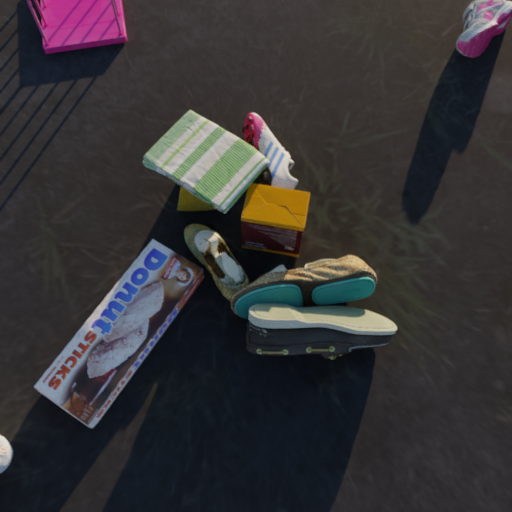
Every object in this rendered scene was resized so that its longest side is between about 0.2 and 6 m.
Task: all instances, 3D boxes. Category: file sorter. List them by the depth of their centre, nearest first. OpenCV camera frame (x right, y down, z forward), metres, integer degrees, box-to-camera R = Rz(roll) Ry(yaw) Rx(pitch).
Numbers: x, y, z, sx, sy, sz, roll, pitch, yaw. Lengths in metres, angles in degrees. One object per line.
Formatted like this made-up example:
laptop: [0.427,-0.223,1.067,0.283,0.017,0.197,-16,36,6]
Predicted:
file sorter: [-4.393,-6.665,13.398,1.977,1.785,2.846,-10,65,-5]

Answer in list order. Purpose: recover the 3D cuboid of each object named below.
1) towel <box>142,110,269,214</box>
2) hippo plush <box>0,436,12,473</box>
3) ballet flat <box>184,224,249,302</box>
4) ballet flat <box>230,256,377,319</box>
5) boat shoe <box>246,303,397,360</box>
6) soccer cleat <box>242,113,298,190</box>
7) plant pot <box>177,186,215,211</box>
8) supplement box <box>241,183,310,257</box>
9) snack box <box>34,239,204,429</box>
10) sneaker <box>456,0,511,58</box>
towel: [-0.960,-1.817,10.683,2.032,0.238,1.550,33,69,18]
hippo plush: [-5.014,3.409,9.015,2.130,1.697,1.713,36,39,2]
ballet flat: [-0.754,0.002,10.856,0.701,0.701,1.982,-30,68,-13]
ballet flat: [0.853,0.558,10.597,2.767,0.976,0.903,-7,39,-6]
boat shoe: [1.162,1.412,10.117,2.721,0.970,0.819,5,107,-9]
soccer cleat: [0.293,-2.174,11.966,0.874,0.707,2.024,-3,62,-24]
plant pot: [-0.960,-1.593,11.406,1.053,1.194,1.194,11,64,-9]
supplement box: [0.356,-0.672,10.863,1.185,1.201,0.797,10,63,4]
snack box: [-2.436,1.346,10.344,1.237,0.418,3.441,30,68,13]
sneaker: [5.325,-5.556,13.447,0.942,0.869,2.136,39,62,18]
